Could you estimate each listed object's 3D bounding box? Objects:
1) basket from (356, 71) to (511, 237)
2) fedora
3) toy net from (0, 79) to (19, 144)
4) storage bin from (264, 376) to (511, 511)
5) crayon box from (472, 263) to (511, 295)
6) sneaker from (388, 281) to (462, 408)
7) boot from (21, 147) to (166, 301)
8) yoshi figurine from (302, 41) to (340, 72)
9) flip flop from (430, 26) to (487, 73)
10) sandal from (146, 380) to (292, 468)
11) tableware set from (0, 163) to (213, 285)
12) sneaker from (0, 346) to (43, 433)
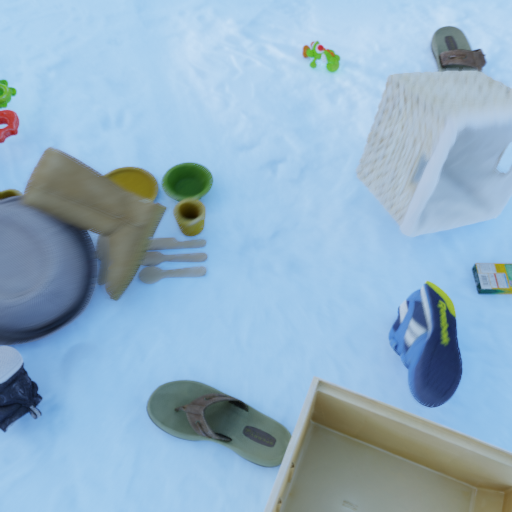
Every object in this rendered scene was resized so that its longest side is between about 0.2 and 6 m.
[{"bbox_3d":[3.170,-1.770,9.236,2.190,2.170,1.761,-11,46,-24],"label":"basket"},{"bbox_3d":[-3.850,0.034,8.616,2.752,1.242,2.434,41,77,15],"label":"fedora"},{"bbox_3d":[-5.450,-1.535,10.280,2.211,0.814,4.215,-7,58,-8],"label":"toy net"},{"bbox_3d":[1.502,3.448,6.527,2.897,1.367,2.918,19,58,13],"label":"storage bin"},{"bbox_3d":[4.050,0.381,9.284,0.804,0.207,0.506,0,56,1],"label":"crayon box"},{"bbox_3d":[2.399,1.335,8.099,0.774,0.861,2.093,38,41,-15],"label":"sneaker"},{"bbox_3d":[-2.742,-0.490,9.023,2.097,0.694,1.837,25,75,-8],"label":"boot"},{"bbox_3d":[1.491,-4.358,12.396,0.563,0.565,1.006,7,27,-44],"label":"yoshi figurine"},{"bbox_3d":[4.469,-4.229,12.046,1.064,0.756,2.624,-3,56,-2],"label":"flip flop"},{"bbox_3d":[-0.491,2.234,7.794,2.134,0.609,0.848,16,58,10],"label":"sandal"},{"bbox_3d":[-2.674,-0.719,9.799,3.837,0.589,2.585,-2,56,-1],"label":"tableware set"},{"bbox_3d":[-3.786,1.864,7.948,2.045,1.164,0.772,-3,29,41],"label":"sneaker"}]
